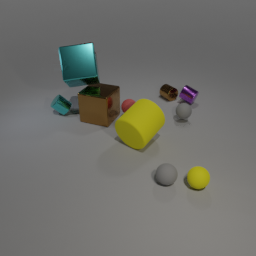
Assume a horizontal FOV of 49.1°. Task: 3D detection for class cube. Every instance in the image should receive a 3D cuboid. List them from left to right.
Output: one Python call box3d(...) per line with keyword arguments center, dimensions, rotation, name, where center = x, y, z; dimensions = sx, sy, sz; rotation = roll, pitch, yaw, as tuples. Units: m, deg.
box3d(center=(-2.008, -2.606, 11.799), dimensions=(1.400, 1.400, 1.400), rotation=(-8, -3, -2), name="cube")
box3d(center=(-1.250, -1.076, 12.462), dimensions=(1.400, 1.400, 1.400), rotation=(12, 33, 18), name="cube")

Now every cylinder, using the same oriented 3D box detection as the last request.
box3d(center=(-3.074, -1.068, 12.882), dimensions=(0.700, 0.700, 0.700), rotation=(-36, 33, 28), name="cylinder")
box3d(center=(0.456, -0.158, 10.583), dimensions=(1.400, 1.400, 1.400), rotation=(23, 53, 32), name="cylinder")
box3d(center=(2.095, -1.827, 14.385), dimensions=(0.700, 0.700, 0.700), rotation=(-18, 36, -27), name="cylinder")
box3d(center=(2.986, -1.642, 13.741), dimensions=(0.700, 0.700, 0.700), rotation=(34, 42, 17), name="cylinder")

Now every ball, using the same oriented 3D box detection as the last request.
box3d(center=(0.055, -0.925, 12.259), dimensions=(0.700, 0.700, 0.700), rotation=(0, 31, 0), name="ball")
box3d(center=(1.231, 1.471, 8.936), dimensions=(0.700, 0.700, 0.700), rotation=(0, 31, 0), name="ball")
box3d(center=(2.435, -0.742, 12.251), dimensions=(0.700, 0.700, 0.700), rotation=(0, 31, 0), name="ball")
box3d(center=(2.196, 1.546, 8.735), dimensions=(0.700, 0.700, 0.700), rotation=(0, 31, 0), name="ball")
